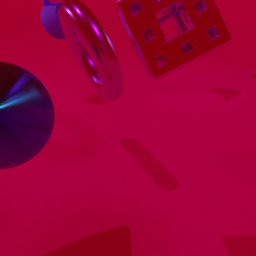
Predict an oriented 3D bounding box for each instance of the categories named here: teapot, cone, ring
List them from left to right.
[{"bbox_3d":[-1.362,-0.133,2.834,1.336,1.336,1.341,-12,6,-20],"label":"cone"},{"bbox_3d":[-1.949,-3.143,7.962,0.809,1.651,1.027,-10,37,35],"label":"teapot"},{"bbox_3d":[-0.677,-1.381,5.159,0.391,1.953,1.953,-31,37,-11],"label":"ring"}]

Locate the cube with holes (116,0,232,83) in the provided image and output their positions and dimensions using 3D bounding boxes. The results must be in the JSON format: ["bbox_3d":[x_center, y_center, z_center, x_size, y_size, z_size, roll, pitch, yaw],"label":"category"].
[{"bbox_3d":[0.416,-0.973,2.797,0.752,0.752,0.752,-27,5,5],"label":"cube with holes"}]
